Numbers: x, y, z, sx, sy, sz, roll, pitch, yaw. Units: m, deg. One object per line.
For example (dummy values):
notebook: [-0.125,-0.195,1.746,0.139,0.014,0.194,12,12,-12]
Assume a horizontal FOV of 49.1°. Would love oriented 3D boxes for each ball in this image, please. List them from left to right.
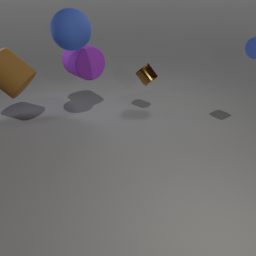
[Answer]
ball: [-1.974,-3.403,9.706,1.400,1.400,1.400,0,28,0]

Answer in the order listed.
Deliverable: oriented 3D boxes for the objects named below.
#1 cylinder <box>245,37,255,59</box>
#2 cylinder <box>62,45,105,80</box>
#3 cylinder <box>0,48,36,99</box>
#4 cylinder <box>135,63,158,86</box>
cylinder: [4.373,-2.690,9.253,0.700,0.700,0.700,-20,35,-33]
cylinder: [-1.916,-2.871,12.030,1.400,1.400,1.400,-19,30,-31]
cylinder: [-4.532,-2.093,10.773,1.400,1.400,1.400,40,25,-15]
cylinder: [0.786,-2.247,11.839,0.700,0.700,0.700,-37,7,6]
